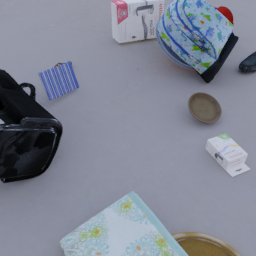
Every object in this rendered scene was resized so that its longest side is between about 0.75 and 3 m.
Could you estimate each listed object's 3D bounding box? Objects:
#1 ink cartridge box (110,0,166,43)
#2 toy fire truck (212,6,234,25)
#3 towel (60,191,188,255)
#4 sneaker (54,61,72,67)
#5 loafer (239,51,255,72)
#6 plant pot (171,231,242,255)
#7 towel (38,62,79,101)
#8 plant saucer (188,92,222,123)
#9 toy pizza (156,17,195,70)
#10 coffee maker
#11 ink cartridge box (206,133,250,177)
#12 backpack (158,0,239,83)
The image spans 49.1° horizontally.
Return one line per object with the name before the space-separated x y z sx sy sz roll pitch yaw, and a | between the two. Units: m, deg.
ink cartridge box | 0.486 -4.915 12.680 2.317 1.687 0.982 -14 36 -15
toy fire truck | 3.549 -5.202 12.281 2.361 2.682 1.725 31 51 30
towel | -0.088 2.343 5.128 1.831 0.515 2.139 -29 41 -17
sneaker | -2.534 -2.337 10.777 0.408 0.437 1.103 18 43 21
loafer | 5.158 -2.793 11.042 2.134 0.749 0.725 -26 48 -26
plant pot | 1.283 2.903 4.975 2.410 0.331 2.410 0 41 0
towel | -2.282 -1.588 9.373 0.159 0.964 1.331 -1 24 44
plant saucer | 2.353 -0.613 8.653 1.118 0.165 1.118 6 61 -11
toy pizza | 2.355 -3.503 11.345 2.813 0.446 2.813 8 67 -18
coffee maker | -3.038 -0.294 7.223 2.877 2.017 2.995 -26 51 -36
ink cartridge box | 2.665 0.692 7.410 0.655 0.376 1.118 -17 44 -18
backpack | 2.468 -3.415 10.088 2.817 2.166 2.298 34 63 7
